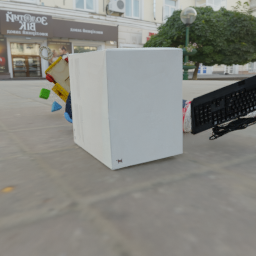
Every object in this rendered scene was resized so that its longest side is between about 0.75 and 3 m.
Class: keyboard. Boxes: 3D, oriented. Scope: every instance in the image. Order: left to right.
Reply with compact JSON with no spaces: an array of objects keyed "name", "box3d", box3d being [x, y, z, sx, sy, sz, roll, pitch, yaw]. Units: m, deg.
[{"name":"keyboard","box3d":[2.516,-0.418,6.078,2.423,1.261,0.480,-20,39,-9]}]

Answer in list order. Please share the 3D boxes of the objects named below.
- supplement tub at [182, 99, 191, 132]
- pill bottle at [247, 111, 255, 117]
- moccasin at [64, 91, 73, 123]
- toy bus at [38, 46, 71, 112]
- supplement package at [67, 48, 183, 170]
[{"name":"supplement tub","box3d":[1.215,-0.422,7.583,1.167,0.819,0.819,17,18,24]},{"name":"pill bottle","box3d":[3.947,-0.556,8.800,0.778,0.440,0.440,-2,10,-40]},{"name":"moccasin","box3d":[-0.285,-0.589,8.004,2.969,1.012,1.195,0,7,-35]},{"name":"toy bus","box3d":[-2.250,-1.608,10.198,2.103,2.229,1.152,-1,-8,-29]},{"name":"supplement package","box3d":[-0.128,-0.519,5.534,1.508,1.961,2.051,-9,15,-27]}]
